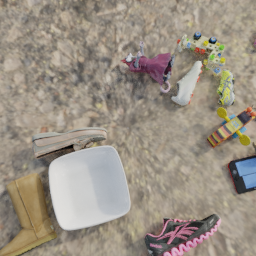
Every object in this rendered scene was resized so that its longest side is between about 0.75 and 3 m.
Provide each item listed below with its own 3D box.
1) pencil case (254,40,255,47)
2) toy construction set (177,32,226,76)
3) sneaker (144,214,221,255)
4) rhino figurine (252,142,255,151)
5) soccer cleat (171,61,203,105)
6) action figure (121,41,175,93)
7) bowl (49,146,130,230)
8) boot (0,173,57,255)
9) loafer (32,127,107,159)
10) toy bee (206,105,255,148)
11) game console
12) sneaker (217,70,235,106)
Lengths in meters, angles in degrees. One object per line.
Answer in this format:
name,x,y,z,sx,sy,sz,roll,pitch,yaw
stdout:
pencil case,5.527,-3.750,11.515,0.430,0.430,0.983,25,72,8
toy construction set,2.901,-3.061,11.050,2.079,0.958,1.363,27,73,-2
sneaker,1.682,3.260,8.860,2.620,1.035,1.249,-27,62,-10
rhino figurine,5.429,1.219,9.568,2.629,0.786,1.150,33,58,12
soccer cleat,2.286,-1.791,10.713,0.760,0.679,1.960,21,75,10
action figure,0.732,-2.418,10.902,2.096,1.561,1.404,10,38,21
bowl,-1.256,1.958,9.266,2.423,0.906,2.426,-14,72,-5
boot,-3.506,2.858,9.079,1.957,0.739,2.235,-20,73,-20
loafer,-1.995,0.561,9.691,2.601,0.935,0.818,-6,66,-2
toy bee,3.836,-0.273,9.855,1.537,1.276,2.347,33,75,12
game console,4.235,1.593,9.764,1.303,0.202,1.153,-12,71,-4
sneaker,3.696,-1.575,10.677,0.569,0.562,1.490,1,69,0
